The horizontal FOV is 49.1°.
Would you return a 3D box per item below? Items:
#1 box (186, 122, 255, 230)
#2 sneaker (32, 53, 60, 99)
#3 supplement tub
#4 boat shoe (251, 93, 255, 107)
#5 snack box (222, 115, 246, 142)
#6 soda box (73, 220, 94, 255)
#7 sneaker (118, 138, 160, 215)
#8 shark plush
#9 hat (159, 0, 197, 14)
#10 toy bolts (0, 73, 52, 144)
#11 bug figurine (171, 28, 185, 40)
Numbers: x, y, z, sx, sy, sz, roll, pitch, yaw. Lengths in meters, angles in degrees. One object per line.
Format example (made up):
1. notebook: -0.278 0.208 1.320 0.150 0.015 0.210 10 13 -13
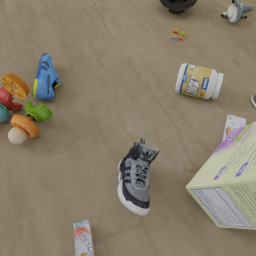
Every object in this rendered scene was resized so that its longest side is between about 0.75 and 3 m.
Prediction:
1. box: 3.276 0.934 6.463 2.555 2.905 1.404 -42 96 -29
2. sneaker: -2.961 -1.909 10.438 0.894 0.752 2.281 7 49 -13
3. supplement tub: 2.511 -1.632 9.918 1.467 1.062 1.062 15 52 12
4. boat shoe: 5.161 -0.583 9.304 0.817 0.677 2.275 -27 56 -20
5. snack box: 3.346 0.268 8.915 0.597 0.202 1.661 17 53 13
6. soda box: -1.031 2.862 6.638 0.393 0.423 1.237 -11 52 -6
7. sneaker: 0.292 1.073 6.980 0.792 1.194 2.098 19 25 -17
8. shark plush: 5.416 -5.585 13.674 2.114 0.960 0.881 -25 73 -44
9. hat: 2.401 -6.237 13.871 2.043 0.824 2.043 -1 62 2
10. toy bolts: -3.805 -0.552 8.698 2.071 1.978 1.437 12 56 33
11. bug figurine: 2.217 -4.166 12.557 0.617 0.205 0.796 17 48 6
